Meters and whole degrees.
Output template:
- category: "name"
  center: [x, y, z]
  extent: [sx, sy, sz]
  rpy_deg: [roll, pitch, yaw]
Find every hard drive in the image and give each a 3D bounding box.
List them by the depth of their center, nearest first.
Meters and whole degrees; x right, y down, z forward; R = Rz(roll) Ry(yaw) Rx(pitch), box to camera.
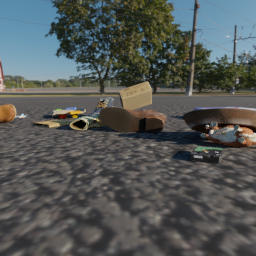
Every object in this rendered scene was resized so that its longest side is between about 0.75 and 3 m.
- category: "hard drive"
  center: [1.696, 0.558, 5.973]
  extent: [0.606, 0.164, 0.867]
  rpy_deg: [3, 9, 22]

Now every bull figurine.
- category: "bull figurine"
  center: [2.668, 0.178, 7.002]
  extent: [1.650, 0.537, 1.002]
  rpy_deg: [1, -11, 39]

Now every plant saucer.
- category: "plant saucer"
  center: [2.775, -0.111, 7.947]
  extent: [2.424, 0.389, 2.424]
  rpy_deg: [4, -10, 1]

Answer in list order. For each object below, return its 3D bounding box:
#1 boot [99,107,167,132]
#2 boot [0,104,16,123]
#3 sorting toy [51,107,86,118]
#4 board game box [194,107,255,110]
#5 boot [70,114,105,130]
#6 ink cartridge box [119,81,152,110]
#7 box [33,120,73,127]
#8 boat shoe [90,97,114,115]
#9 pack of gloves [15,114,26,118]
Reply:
- category: "boot"
  center: [0.288, -0.416, 10.455]
  extent: [2.317, 0.799, 2.487]
  rpy_deg: [14, 13, 5]
- category: "boot"
  center: [-5.741, -0.539, 11.266]
  extent: [2.062, 0.791, 1.601]
  rpy_deg: [1, 6, 24]
- category: "sorting toy"
  center: [-3.030, -0.718, 14.168]
  extent: [1.639, 0.397, 2.912]
  rpy_deg: [-7, 10, -16]
- category: "board game box"
  center: [4.813, -0.647, 13.103]
  extent: [2.497, 0.514, 2.491]
  rpy_deg: [-3, 9, -22]
- category: "boot"
  center: [-1.354, -0.207, 10.175]
  extent: [1.355, 0.488, 1.048]
  rpy_deg: [-5, 7, 3]
- category: "ink cartridge box"
  center: [0.268, -1.054, 9.629]
  extent: [1.060, 0.398, 0.873]
  rpy_deg: [-18, -28, -6]
- category: "box"
  center: [-2.984, -0.186, 11.262]
  extent: [1.014, 0.132, 1.240]
  rpy_deg: [5, 10, 37]
- category: "boat shoe"
  center: [-1.266, -0.944, 13.407]
  extent: [0.790, 1.014, 2.233]
  rpy_deg: [2, 8, 16]
- category: "pack of gloves"
  center: [-5.600, -0.641, 14.390]
  extent: [0.635, 0.149, 0.756]
  rpy_deg: [0, 8, -8]
